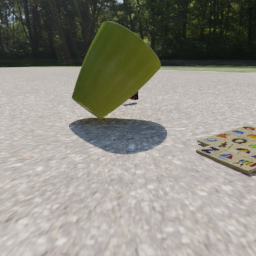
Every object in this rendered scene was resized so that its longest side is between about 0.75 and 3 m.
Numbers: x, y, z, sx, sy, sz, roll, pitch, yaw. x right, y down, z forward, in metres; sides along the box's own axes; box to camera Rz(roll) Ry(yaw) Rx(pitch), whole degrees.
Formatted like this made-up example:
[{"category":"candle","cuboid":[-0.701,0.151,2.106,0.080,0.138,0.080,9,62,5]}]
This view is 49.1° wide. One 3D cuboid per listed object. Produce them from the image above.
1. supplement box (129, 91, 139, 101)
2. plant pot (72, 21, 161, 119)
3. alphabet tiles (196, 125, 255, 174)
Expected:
[{"category":"supplement box","cuboid":[0.089,-1.531,12.589,0.811,0.442,0.247,9,-16,-33]},{"category":"plant pot","cuboid":[-0.634,-1.691,9.449,2.449,2.618,2.449,35,-4,3]},{"category":"alphabet tiles","cuboid":[3.123,0.393,6.439,2.872,0.091,2.390,-13,18,-27]}]
